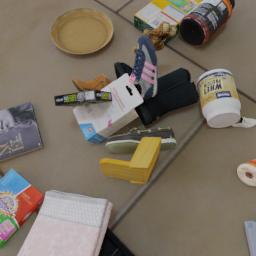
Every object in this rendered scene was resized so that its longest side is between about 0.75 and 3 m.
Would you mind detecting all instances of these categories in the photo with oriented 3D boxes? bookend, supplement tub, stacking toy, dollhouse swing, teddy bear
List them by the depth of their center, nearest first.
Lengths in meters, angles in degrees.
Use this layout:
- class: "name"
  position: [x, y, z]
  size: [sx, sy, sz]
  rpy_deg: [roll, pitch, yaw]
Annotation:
- class: "bookend"
  position: [-0.929, 4.178, 8.026]
  size: [2.288, 1.054, 2.273]
  rpy_deg: [41, 70, 19]
- class: "dollhouse swing"
  position: [0.101, 0.975, 9.284]
  size: [1.506, 1.713, 1.557]
  rpy_deg: [21, 65, 12]
- class: "stacking toy"
  position: [4.442, 1.355, 9.709]
  size: [1.197, 0.875, 0.875]
  rpy_deg: [-34, 67, -33]
- class: "teddy bear"
  position: [0.960, -3.278, 10.336]
  size: [1.300, 1.793, 0.599]
  rpy_deg: [-14, 72, -35]
- class: "supplement tub"
  position: [3.407, -1.095, 10.507]
  size: [1.365, 1.365, 1.891]
  rpy_deg: [-3, 63, -1]
- class: "supplement tub"
  position: [3.606, -4.931, 12.422]
  size: [1.451, 1.451, 2.712]
  rpy_deg: [39, 68, 18]

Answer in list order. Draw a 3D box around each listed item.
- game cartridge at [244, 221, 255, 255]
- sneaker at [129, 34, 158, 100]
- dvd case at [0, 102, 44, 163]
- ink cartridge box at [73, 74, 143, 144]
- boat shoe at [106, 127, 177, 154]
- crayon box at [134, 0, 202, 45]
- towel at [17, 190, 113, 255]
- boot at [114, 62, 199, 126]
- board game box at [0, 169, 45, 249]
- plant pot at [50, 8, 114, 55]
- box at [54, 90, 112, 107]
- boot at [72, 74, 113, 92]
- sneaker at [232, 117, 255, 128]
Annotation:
- class: "game cartridge"
  position: [4.949, 3.670, 8.635]
  size: [2.425, 0.504, 1.615]
  rpy_deg: [-1, 67, -1]
- class: "sneaker"
  position: [0.444, -1.908, 9.317]
  size: [0.914, 2.228, 0.782]
  rpy_deg: [-23, 34, -23]
- class: "dvd case"
  position: [-4.777, 0.284, 10.459]
  size: [2.809, 0.224, 2.088]
  rpy_deg: [-19, 65, -9]
- class: "ink cartridge box"
  position: [-0.614, -0.667, 10.108]
  size: [2.429, 0.824, 1.398]
  rpy_deg: [-33, 66, 11]
- class: "boat shoe"
  position: [0.445, 0.401, 10.069]
  size: [2.520, 0.898, 0.759]
  rpy_deg: [-2, 60, -8]
- class: "crayon box"
  position: [1.881, -5.260, 12.970]
  size: [1.800, 0.738, 2.863]
  rpy_deg: [40, 70, 18]
- class: "towel"
  position: [-1.932, 3.192, 8.126]
  size: [2.773, 0.447, 2.649]
  rpy_deg: [-2, 57, 36]
- class: "boot"
  position: [1.095, -1.754, 10.964]
  size: [2.461, 1.119, 2.930]
  rpy_deg: [-27, 72, -10]
- class: "board game box"
  position: [-3.983, 2.590, 9.187]
  size: [1.549, 0.408, 2.025]
  rpy_deg: [34, 68, 16]
- class: "plant pot"
  position: [-2.058, -4.337, 12.710]
  size: [2.828, 0.389, 2.828]
  rpy_deg: [0, 63, 1]
- class: "box"
  position: [-1.476, -0.974, 9.375]
  size: [1.534, 1.229, 0.340]
  rpy_deg: [-6, 91, 22]
- class: "boot"
  position: [-1.413, -1.806, 11.291]
  size: [1.456, 0.537, 1.127]
  rpy_deg: [38, 75, -2]
- class: "sneaker"
  position: [4.456, -0.234, 10.618]
  size: [0.981, 0.415, 0.357]
  rpy_deg: [-5, 62, -4]
